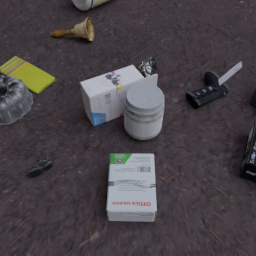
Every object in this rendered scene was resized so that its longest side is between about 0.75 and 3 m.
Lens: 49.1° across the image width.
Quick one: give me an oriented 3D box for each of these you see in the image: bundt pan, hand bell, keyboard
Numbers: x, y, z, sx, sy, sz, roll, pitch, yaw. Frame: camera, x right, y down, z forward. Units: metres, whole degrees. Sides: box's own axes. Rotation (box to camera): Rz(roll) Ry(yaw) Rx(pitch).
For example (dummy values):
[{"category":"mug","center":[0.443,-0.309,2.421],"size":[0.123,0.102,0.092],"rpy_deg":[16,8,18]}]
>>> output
[{"category":"bundt pan","center":[-4.860,-1.174,10.649],"size":[2.302,0.864,2.302],"rpy_deg":[0,51,0]},{"category":"hand bell","center":[-2.824,-4.726,13.750],"size":[2.109,1.098,1.098],"rpy_deg":[-1,49,14]},{"category":"keyboard","center":[3.329,-1.768,9.112],"size":[0.975,0.275,0.052],"rpy_deg":[-39,47,-1]}]

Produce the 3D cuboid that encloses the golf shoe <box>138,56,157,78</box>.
[{"category":"golf shoe","center":[0.810,-2.301,11.852],"size":[0.792,0.652,1.676],"rpy_deg":[-9,48,19]}]

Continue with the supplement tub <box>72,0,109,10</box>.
[{"category":"supplement tub","center":[-1.796,-7.924,15.575],"size":[2.706,1.962,1.962],"rpy_deg":[-35,58,-26]}]

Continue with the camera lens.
[{"category":"camera lens","center":[0.531,-0.510,9.545],"size":[1.336,1.670,1.336],"rpy_deg":[0,50,0]}]

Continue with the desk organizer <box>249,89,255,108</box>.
[{"category":"desk organizer","center":[5.983,-0.717,10.209],"size":[1.034,0.963,2.686],"rpy_deg":[-30,56,-26]}]

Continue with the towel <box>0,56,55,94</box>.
[{"category":"towel","center":[-4.370,-2.280,12.025],"size":[2.527,0.228,1.088],"rpy_deg":[29,61,21]}]

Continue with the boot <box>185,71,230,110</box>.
[{"category":"boot","center":[2.991,-1.547,11.218],"size":[1.664,0.546,1.371],"rpy_deg":[-27,53,-15]}]

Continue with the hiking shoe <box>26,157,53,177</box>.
[{"category":"hiking shoe","center":[-2.883,1.255,8.993],"size":[0.880,0.333,0.443],"rpy_deg":[-23,45,-29]}]

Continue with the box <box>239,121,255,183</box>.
[{"category":"box","center":[4.626,0.869,8.927],"size":[1.599,0.841,1.952],"rpy_deg":[19,52,15]}]

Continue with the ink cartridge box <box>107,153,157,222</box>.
[{"category":"ink cartridge box","center":[0.106,1.728,8.243],"size":[1.380,0.782,1.883],"rpy_deg":[1,50,1]}]

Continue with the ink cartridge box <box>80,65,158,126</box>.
[{"category":"ink cartridge box","center":[-0.293,-1.275,10.287],"size":[2.638,1.519,0.895],"rpy_deg":[-21,53,-17]}]
